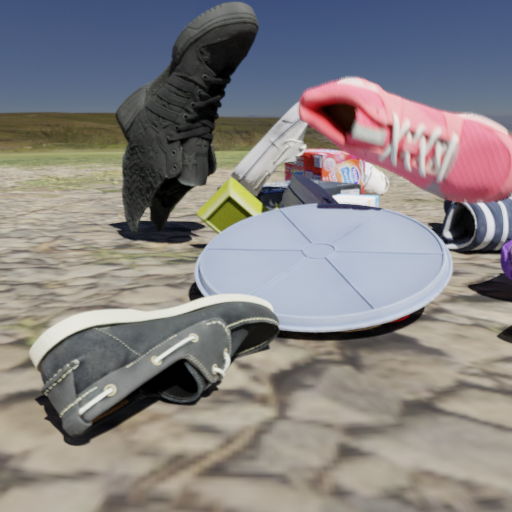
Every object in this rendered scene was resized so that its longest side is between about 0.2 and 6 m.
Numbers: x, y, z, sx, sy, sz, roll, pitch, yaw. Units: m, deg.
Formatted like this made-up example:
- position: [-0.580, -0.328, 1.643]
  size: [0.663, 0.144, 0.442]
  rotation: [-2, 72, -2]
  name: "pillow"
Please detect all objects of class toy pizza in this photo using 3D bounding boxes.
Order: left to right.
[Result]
- position: [0.758, 0.129, 6.632]
  size: [2.957, 0.468, 2.957]
  rotation: [-5, 27, 3]
  name: "toy pizza"

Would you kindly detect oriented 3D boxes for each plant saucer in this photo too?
- position: [-0.361, -0.601, 8.989]
  size: [0.975, 0.976, 0.234]
  rotation: [40, 33, -13]
  name: "plant saucer"

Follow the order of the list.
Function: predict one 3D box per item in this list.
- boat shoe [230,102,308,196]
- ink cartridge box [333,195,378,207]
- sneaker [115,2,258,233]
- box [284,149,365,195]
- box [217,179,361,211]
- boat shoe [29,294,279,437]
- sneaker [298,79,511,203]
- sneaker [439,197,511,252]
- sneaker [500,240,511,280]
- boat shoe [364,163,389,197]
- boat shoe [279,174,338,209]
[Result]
- position: [0.549, -2.149, 10.969]
  size: [0.820, 2.496, 0.898]
  rotation: [43, 24, -8]
  name: "boat shoe"
- position: [1.586, -0.613, 9.826]
  size: [0.791, 0.812, 1.263]
  rotation: [6, 14, 27]
  name: "ink cartridge box"
- position: [-1.101, -2.037, 9.135]
  size: [3.922, 2.046, 1.178]
  rotation: [-30, -13, 39]
  name: "sneaker"
- position: [1.852, -2.261, 15.725]
  size: [1.316, 1.374, 2.757]
  rotation: [-4, 14, -18]
  name: "box"
- position: [0.752, -1.351, 13.190]
  size: [2.737, 0.698, 2.158]
  rotation: [-8, 14, -28]
  name: "box"
- position: [-0.575, 0.809, 4.361]
  size: [2.205, 0.792, 0.745]
  rotation: [-5, 48, -48]
  name: "boat shoe"
- position: [1.796, -1.404, 7.076]
  size: [3.071, 1.132, 1.332]
  rotation: [30, 28, 31]
  name: "sneaker"
- position: [3.729, -0.755, 10.030]
  size: [1.577, 1.019, 2.907]
  rotation: [-1, 16, -11]
  name: "sneaker"
- position: [4.207, -0.135, 7.147]
  size: [3.071, 1.238, 1.281]
  rotation: [2, -15, -35]
  name: "sneaker"
- position: [3.510, -2.188, 16.883]
  size: [0.947, 0.961, 2.712]
  rotation: [29, 13, 3]
  name: "boat shoe"
- position: [1.028, -0.306, 8.469]
  size: [0.877, 0.864, 2.474]
  rotation: [13, 28, -38]
  name: "boat shoe"
